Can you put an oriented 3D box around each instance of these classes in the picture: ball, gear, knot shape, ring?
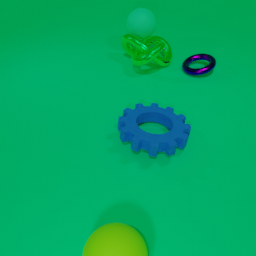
[{"bbox_3d":[0.487,-3.803,10.240,1.084,1.084,1.084,0,43,0],"label":"ball"},{"bbox_3d":[0.676,-0.015,7.337,1.854,0.343,1.854,4,37,-3],"label":"gear"},{"bbox_3d":[0.574,-2.785,9.922,1.832,0.904,1.957,22,28,22],"label":"knot shape"},{"bbox_3d":[2.481,-2.238,9.809,1.177,0.235,1.177,-11,42,10],"label":"ring"},{"bbox_3d":[-0.199,2.036,4.410,1.031,1.031,1.031,0,43,0],"label":"ball"}]
